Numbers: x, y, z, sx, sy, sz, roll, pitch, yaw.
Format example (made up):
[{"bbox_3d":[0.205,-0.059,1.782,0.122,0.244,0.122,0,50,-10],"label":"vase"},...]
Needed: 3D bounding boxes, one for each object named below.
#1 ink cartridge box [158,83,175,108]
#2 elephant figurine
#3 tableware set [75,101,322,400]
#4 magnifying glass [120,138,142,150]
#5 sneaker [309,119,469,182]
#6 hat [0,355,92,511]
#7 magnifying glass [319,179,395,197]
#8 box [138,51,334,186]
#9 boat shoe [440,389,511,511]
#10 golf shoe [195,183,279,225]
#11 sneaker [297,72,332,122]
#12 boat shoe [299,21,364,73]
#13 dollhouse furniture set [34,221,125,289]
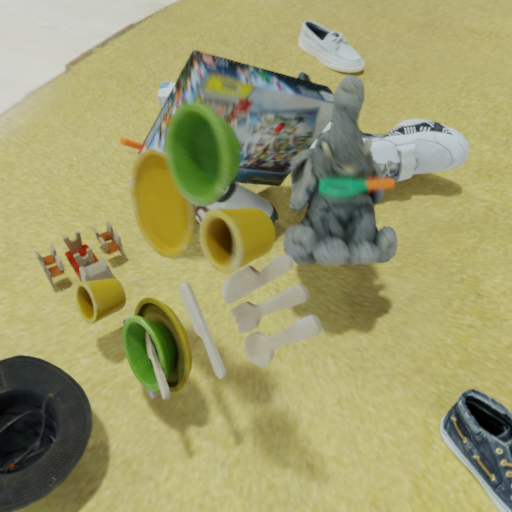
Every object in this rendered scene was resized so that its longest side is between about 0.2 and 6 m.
[{"bbox_3d":[-2.069,-4.240,14.840,0.944,0.399,0.682,3,48,1],"label":"ink cartridge box"},{"bbox_3d":[1.472,-1.286,9.685,2.030,2.869,2.226,-2,0,-42],"label":"elephant figurine"},{"bbox_3d":[-1.331,0.269,7.595,0.738,4.808,3.239,-17,81,-39],"label":"tableware set"},{"bbox_3d":[-2.050,-2.101,11.076,1.383,0.155,0.551,7,22,-45],"label":"magnifying glass"},{"bbox_3d":[2.694,-1.813,12.071,3.597,1.352,2.068,5,53,12],"label":"sneaker"},{"bbox_3d":[-3.524,2.716,8.364,2.396,0.966,2.396,-1,51,1],"label":"hat"},{"bbox_3d":[1.620,-1.108,8.902,1.393,0.156,0.554,-10,28,-27],"label":"magnifying glass"},{"bbox_3d":[-0.244,-2.390,10.510,3.327,2.272,0.627,-2,53,-43],"label":"box"},{"bbox_3d":[3.665,3.016,8.022,0.823,1.056,2.327,-30,55,-23],"label":"boat shoe"},{"bbox_3d":[-1.045,-1.347,11.604,3.160,1.392,1.220,22,60,19],"label":"golf shoe"},{"bbox_3d":[1.434,-3.920,14.444,0.843,0.754,2.059,2,55,-13],"label":"sneaker"},{"bbox_3d":[2.183,-6.098,16.191,0.861,0.819,2.392,-27,54,-22],"label":"boat shoe"},{"bbox_3d":[-3.260,0.213,10.853,1.542,0.795,1.526,-26,42,-21],"label":"dollhouse furniture set"}]
